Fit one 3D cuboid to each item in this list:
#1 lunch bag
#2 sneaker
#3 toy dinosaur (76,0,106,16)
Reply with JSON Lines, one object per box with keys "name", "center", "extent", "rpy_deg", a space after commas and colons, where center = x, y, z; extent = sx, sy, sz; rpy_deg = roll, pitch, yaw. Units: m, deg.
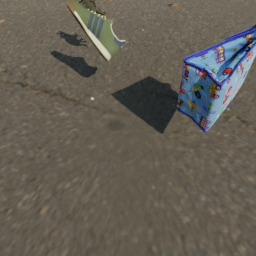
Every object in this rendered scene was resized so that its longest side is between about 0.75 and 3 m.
{"name": "lunch bag", "center": [2.344, -1.260, 6.560], "extent": [2.268, 1.707, 1.067], "rpy_deg": [-36, 61, -19]}
{"name": "sneaker", "center": [-0.910, -3.200, 8.725], "extent": [0.946, 2.106, 0.706], "rpy_deg": [-37, 12, 0]}
{"name": "toy dinosaur", "center": [-1.512, -4.665, 10.998], "extent": [1.012, 0.762, 1.980], "rpy_deg": [-28, 90, -25]}
